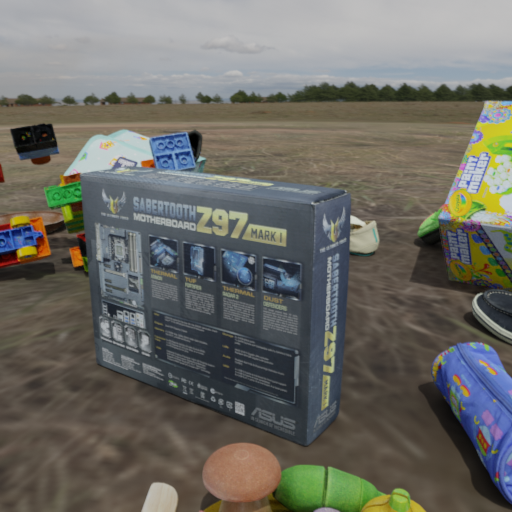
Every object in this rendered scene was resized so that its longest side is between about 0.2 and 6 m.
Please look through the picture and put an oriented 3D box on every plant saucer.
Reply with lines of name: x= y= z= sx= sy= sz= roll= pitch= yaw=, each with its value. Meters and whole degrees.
plant saucer: x=-4.810 y=-0.659 z=11.819 sx=1.577 sy=0.288 sz=1.577 roll=-1 pitch=17 yaw=0

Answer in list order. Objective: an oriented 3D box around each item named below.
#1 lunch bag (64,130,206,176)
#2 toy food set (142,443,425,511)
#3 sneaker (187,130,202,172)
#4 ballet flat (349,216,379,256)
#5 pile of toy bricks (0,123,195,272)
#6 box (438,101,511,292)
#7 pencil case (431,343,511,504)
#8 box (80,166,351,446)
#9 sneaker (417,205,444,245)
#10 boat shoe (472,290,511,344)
lunch bag: x=-2.687 y=-1.713 z=12.604 sx=2.278 sy=1.631 sz=2.674 roll=21 pitch=26 yaw=10
toy food set: x=0.154 y=1.669 z=3.443 sx=2.137 sy=0.698 sz=1.257 roll=3 pitch=17 yaw=10
sneaker: x=-1.655 y=-1.775 z=11.200 sx=0.700 sy=0.778 sz=1.997 roll=32 pitch=49 yaw=-15
ballet flat: x=1.284 y=-0.525 z=10.538 sx=2.121 sy=0.737 sz=0.737 roll=9 pitch=19 yaw=28
pile of toy bricks: x=-2.944 y=-0.837 z=9.843 sx=4.353 sy=2.415 sz=2.149 roll=-13 pitch=-8 yaw=-17
box: x=4.320 y=-0.852 z=8.198 sx=2.457 sy=1.556 sz=2.551 roll=12 pitch=58 yaw=33
pencil case: x=2.011 y=1.295 z=4.652 sx=0.657 sy=0.731 sz=1.683 roll=-15 pitch=15 yaw=4
box: x=-0.489 y=0.322 z=5.393 sx=2.729 sy=2.152 sz=0.696 roll=10 pitch=20 yaw=32
sneaker: x=4.481 y=-0.566 z=10.097 sx=3.121 sy=1.308 sz=1.198 roll=-11 pitch=10 yaw=28
boat shoe: x=3.643 y=0.755 z=6.312 sx=0.961 sy=0.802 sz=2.576 roll=-12 pitch=19 yaw=-29
